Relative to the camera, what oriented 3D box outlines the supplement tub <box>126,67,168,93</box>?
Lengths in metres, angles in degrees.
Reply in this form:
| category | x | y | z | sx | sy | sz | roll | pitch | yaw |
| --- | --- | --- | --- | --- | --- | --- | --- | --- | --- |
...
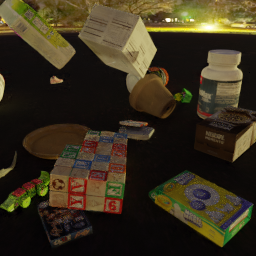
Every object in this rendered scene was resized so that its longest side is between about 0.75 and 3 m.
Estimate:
| category | x | y | z | sx | sy | sz | roll | pitch | yaw |
| --- | --- | --- | --- | --- | --- | --- | --- | --- | --- |
| supplement tub | 1.037 | -2.457 | 14.442 | 2.069 | 1.267 | 1.267 | -19 | 30 | -37 |

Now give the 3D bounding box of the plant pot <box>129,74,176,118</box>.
| category | x | y | z | sx | sy | sz | roll | pitch | yaw |
| --- | --- | --- | --- | --- | --- | --- | --- | --- | --- |
| plant pot | 1.145 | -1.163 | 11.473 | 1.676 | 1.676 | 1.462 | -22 | 50 | -40 |

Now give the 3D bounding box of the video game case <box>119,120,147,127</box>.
| category | x | y | z | sx | sy | sz | roll | pitch | yaw |
| --- | --- | --- | --- | --- | --- | --- | --- | --- | --- |
| video game case | 0.218 | -0.170 | 10.328 | 0.773 | 0.094 | 1.081 | 8 | 7 | 17 |

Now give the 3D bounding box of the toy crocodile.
| category | x | y | z | sx | sy | sz | roll | pitch | yaw |
| --- | --- | --- | --- | --- | --- | --- | --- | --- | --- |
| toy crocodile | -2.366 | 1.490 | 6.612 | 0.458 | 0.419 | 1.356 | 15 | 28 | 29 |

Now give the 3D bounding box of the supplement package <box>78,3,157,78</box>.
| category | x | y | z | sx | sy | sz | roll | pitch | yaw |
| --- | --- | --- | --- | --- | --- | --- | --- | --- | --- |
| supplement package | -0.269 | -2.970 | 9.812 | 1.784 | 1.270 | 2.291 | 26 | -3 | 22 |

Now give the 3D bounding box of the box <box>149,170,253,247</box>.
| category | x | y | z | sx | sy | sz | roll | pitch | yaw |
| --- | --- | --- | --- | --- | --- | --- | --- | --- | --- |
| box | 1.536 | 1.615 | 6.270 | 1.192 | 0.491 | 2.031 | -20 | 29 | -39 |

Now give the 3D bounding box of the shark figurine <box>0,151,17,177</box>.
| category | x | y | z | sx | sy | sz | roll | pitch | yaw |
| --- | --- | --- | --- | --- | --- | --- | --- | --- | --- |
| shark figurine | -3.651 | 1.097 | 7.258 | 1.578 | 0.659 | 0.943 | -12 | 28 | -22 |

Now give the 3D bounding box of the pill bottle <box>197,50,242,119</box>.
| category | x | y | z | sx | sy | sz | roll | pitch | yaw |
| --- | --- | --- | --- | --- | --- | --- | --- | --- | --- |
| pill bottle | 3.631 | -1.685 | 11.060 | 1.550 | 2.592 | 1.550 | 0 | 24 | 0 |

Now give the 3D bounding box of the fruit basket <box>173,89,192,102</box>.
| category | x | y | z | sx | sy | sz | roll | pitch | yaw |
| --- | --- | --- | --- | --- | --- | --- | --- | --- | --- |
| fruit basket | 2.567 | -1.533 | 13.326 | 0.827 | 0.596 | 0.827 | 16 | 23 | -7 |

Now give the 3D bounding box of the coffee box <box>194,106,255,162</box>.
| category | x | y | z | sx | sy | sz | roll | pitch | yaw |
| --- | --- | --- | --- | --- | --- | --- | --- | --- | --- |
| coffee box | 3.336 | 0.092 | 9.121 | 1.315 | 0.928 | 2.326 | 20 | 31 | 37 |

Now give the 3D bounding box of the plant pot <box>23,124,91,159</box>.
| category | x | y | z | sx | sy | sz | roll | pitch | yaw |
| --- | --- | --- | --- | --- | --- | --- | --- | --- | --- |
| plant pot | -2.203 | 0.441 | 9.118 | 2.274 | 0.313 | 2.274 | -1 | 24 | 0 |

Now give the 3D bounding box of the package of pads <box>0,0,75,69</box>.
| category | x | y | z | sx | sy | sz | roll | pitch | yaw |
| --- | --- | --- | --- | --- | --- | --- | --- | --- | --- |
| package of pads | -2.972 | -3.113 | 9.083 | 0.897 | 2.031 | 2.629 | -47 | 43 | 3 |

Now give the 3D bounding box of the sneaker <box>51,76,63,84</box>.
| category | x | y | z | sx | sy | sz | roll | pitch | yaw |
| --- | --- | --- | --- | --- | --- | --- | --- | --- | --- |
| sneaker | -4.191 | -2.857 | 16.428 | 0.760 | 0.398 | 0.286 | -18 | 27 | -37 |

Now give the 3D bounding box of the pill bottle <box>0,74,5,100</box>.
| category | x | y | z | sx | sy | sz | roll | pitch | yaw |
| --- | --- | --- | --- | --- | --- | --- | --- | --- | --- |
| pill bottle | -6.436 | -1.779 | 12.796 | 1.375 | 1.375 | 2.415 | -8 | 26 | -17 |

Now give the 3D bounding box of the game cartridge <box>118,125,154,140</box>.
| category | x | y | z | sx | sy | sz | roll | pitch | yaw |
| --- | --- | --- | --- | --- | --- | --- | --- | --- | --- |
| game cartridge | 0.285 | 0.140 | 9.917 | 1.141 | 0.233 | 0.759 | 8 | 22 | 19 |

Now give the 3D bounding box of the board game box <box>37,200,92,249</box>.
| category | x | y | z | sx | sy | sz | roll | pitch | yaw |
| --- | --- | --- | --- | --- | --- | --- | --- | --- | --- |
| board game box | -1.373 | 1.902 | 5.930 | 0.834 | 0.213 | 1.231 | -12 | 27 | -27 |

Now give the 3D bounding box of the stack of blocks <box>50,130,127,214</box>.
| category | x | y | z | sx | sy | sz | roll | pitch | yaw |
| --- | --- | --- | --- | --- | --- | --- | --- | --- | --- |
| stack of blocks | -0.846 | 0.918 | 7.096 | 1.563 | 0.795 | 2.715 | 7 | 21 | -1 |
